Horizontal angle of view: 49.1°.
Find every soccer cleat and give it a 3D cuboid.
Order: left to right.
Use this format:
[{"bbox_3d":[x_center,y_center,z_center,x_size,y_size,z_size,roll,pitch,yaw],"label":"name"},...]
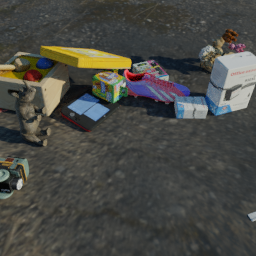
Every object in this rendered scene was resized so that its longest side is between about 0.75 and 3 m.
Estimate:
[{"bbox_3d":[1.168,-1.810,12.019,2.997,1.146,1.000,8,44,9],"label":"soccer cleat"}]

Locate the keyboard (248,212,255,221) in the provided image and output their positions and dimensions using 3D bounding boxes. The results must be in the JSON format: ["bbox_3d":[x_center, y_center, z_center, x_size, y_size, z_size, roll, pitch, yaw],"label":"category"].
[{"bbox_3d":[3.944,2.538,8.276,0.812,0.043,0.228,-13,40,-14],"label":"keyboard"}]

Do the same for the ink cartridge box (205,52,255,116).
[{"bbox_3d":[4.144,-1.743,11.173,1.599,2.204,0.923,-14,45,-14],"label":"ink cartridge box"}]

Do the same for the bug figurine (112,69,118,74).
[{"bbox_3d":[-0.857,-2.765,13.663,0.805,0.267,1.038,4,39,-4],"label":"bug figurine"}]

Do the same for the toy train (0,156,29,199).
[{"bbox_3d":[-4.306,1.445,8.831,2.328,0.992,1.326,5,31,8],"label":"toy train"}]

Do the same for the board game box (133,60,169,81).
[{"bbox_3d":[1.051,-2.551,13.270,1.164,0.507,1.578,-17,47,-16],"label":"board game box"}]

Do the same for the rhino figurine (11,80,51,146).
[{"bbox_3d":[-3.471,-0.513,9.868,1.059,2.422,0.724,6,30,14],"label":"rhino figurine"}]

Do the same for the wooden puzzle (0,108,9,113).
[{"bbox_3d":[-5.345,-0.984,11.908,1.435,0.101,0.851,-22,48,-23],"label":"wooden puzzle"}]

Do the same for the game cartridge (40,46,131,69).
[{"bbox_3d":[-1.765,-2.963,11.680,2.630,0.484,2.983,24,22,34],"label":"game cartridge"}]

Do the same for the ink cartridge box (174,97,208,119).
[{"bbox_3d":[2.554,-0.841,11.466,1.198,0.501,0.869,0,44,0],"label":"ink cartridge box"}]

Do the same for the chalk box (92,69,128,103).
[{"bbox_3d":[-0.669,-1.692,11.703,1.442,0.900,0.893,26,45,24],"label":"chalk box"}]

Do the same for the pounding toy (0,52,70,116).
[{"bbox_3d":[-4.345,-2.054,11.500,2.913,2.071,2.682,11,42,9],"label":"pounding toy"}]

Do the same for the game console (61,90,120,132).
[{"bbox_3d":[-1.565,-0.793,11.567,1.763,0.309,1.993,27,51,26],"label":"game console"}]

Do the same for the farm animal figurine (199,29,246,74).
[{"bbox_3d":[4.464,-3.693,13.742,2.352,2.378,1.240,-41,54,0],"label":"farm animal figurine"}]
